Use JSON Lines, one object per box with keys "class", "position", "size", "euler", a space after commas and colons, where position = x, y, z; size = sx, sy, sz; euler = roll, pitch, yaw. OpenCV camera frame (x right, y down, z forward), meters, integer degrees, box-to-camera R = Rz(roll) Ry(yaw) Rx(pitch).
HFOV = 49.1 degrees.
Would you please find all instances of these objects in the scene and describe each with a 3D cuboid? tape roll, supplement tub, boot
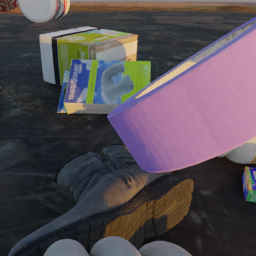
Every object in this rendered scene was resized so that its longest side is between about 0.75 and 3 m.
{"class": "tape roll", "position": [0.862, -0.440, 3.094], "size": [2.189, 0.718, 2.189], "euler": [-33, 8, 5]}
{"class": "supplement tub", "position": [-1.731, -2.661, 5.928], "size": [0.764, 0.764, 1.089], "euler": [4, 25, 7]}
{"class": "boot", "position": [-0.596, 1.118, 4.156], "size": [2.928, 1.022, 1.928], "euler": [-11, 24, -43]}
{"class": "supplement tub", "position": [2.849, -0.175, 5.571], "size": [2.474, 1.790, 1.790], "euler": [1, 27, 1]}

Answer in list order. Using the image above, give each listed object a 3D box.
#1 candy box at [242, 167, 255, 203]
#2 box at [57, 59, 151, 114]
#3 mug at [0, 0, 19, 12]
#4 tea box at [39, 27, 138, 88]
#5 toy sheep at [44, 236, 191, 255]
{"class": "candy box", "position": [2.454, 1.019, 4.864], "size": [0.808, 0.311, 0.684], "euler": [6, 29, 14]}
{"class": "box", "position": [-0.691, -1.199, 8.129], "size": [2.663, 0.635, 1.624], "euler": [2, 62, 2]}
{"class": "mug", "position": [-2.876, -3.542, 6.532], "size": [1.523, 1.145, 1.716], "euler": [-33, 11, -13]}
{"class": "tea box", "position": [-1.365, -2.573, 10.296], "size": [2.541, 1.726, 2.583], "euler": [19, 33, 26]}
{"class": "toy sheep", "position": [-0.175, 1.672, 1.736], "size": [2.966, 2.045, 2.045], "euler": [-10, 29, -20]}
